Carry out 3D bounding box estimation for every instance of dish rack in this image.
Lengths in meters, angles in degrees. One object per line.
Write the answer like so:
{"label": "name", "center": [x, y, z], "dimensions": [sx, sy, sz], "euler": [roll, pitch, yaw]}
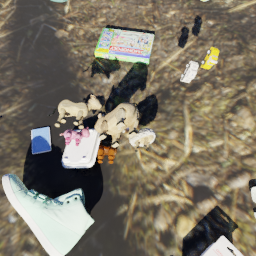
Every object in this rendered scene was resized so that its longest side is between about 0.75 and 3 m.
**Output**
{"label": "dish rack", "center": [-1.523, 0.589, 8.972], "dimensions": [1.206, 0.306, 1.405], "euler": [-3, 57, 22]}

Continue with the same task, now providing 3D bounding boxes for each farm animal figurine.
{"label": "farm animal figurine", "center": [-0.692, -0.169, 8.411], "dimensions": [2.448, 2.476, 1.291], "euler": [-17, 45, 22]}

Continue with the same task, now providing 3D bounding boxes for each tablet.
{"label": "tablet", "center": [-2.931, 0.412, 9.450], "dimensions": [0.625, 0.066, 0.961], "euler": [-10, 57, -6]}

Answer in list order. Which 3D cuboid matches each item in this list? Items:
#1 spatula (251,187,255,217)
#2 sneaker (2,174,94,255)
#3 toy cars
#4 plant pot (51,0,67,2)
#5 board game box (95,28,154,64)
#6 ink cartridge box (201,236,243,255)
{"label": "spatula", "center": [4.882, 2.635, 7.972], "dimensions": [2.573, 0.207, 1.789], "euler": [5, 57, 4]}
{"label": "sneaker", "center": [-2.167, 2.011, 7.854], "dimensions": [1.638, 1.022, 2.777], "euler": [-40, 76, -16]}
{"label": "toy cars", "center": [2.174, -1.818, 8.308], "dimensions": [1.407, 0.631, 0.311], "euler": [-34, 45, 0]}
{"label": "plant pot", "center": [-3.333, -6.697, 13.096], "dimensions": [1.309, 1.631, 1.631], "euler": [32, 63, 11]}
{"label": "board game box", "center": [-0.113, -3.459, 11.744], "dimensions": [2.249, 0.327, 1.514], "euler": [9, 58, 6]}
{"label": "ink cartridge box", "center": [2.205, 3.610, 7.166], "dimensions": [1.496, 0.504, 0.876], "euler": [-36, 64, -20]}
